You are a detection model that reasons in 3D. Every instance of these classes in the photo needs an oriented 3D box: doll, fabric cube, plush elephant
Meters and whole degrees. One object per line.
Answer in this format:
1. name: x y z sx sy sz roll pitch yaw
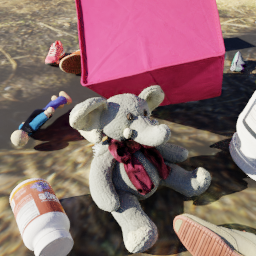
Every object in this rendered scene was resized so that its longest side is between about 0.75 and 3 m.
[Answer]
1. doll: -2.232 -0.255 7.133 1.334 0.474 1.955 -19 25 41
2. fabric cube: 0.616 -2.174 6.705 2.870 2.815 2.861 -9 -9 16
3. plush elephant: 0.142 0.314 5.286 2.259 2.124 2.743 -26 44 -30

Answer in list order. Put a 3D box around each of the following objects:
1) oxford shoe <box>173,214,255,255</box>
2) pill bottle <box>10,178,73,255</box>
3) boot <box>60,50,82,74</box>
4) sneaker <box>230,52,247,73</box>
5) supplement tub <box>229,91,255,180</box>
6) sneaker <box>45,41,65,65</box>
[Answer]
1. oxford shoe: 1.636 1.911 4.461 1.900 0.673 0.701 30 38 22
2. pill bottle: -1.462 1.551 4.772 0.765 0.765 1.363 -21 41 -25
3. boot: -1.901 -2.518 10.441 0.984 0.689 1.835 23 36 37
4. sneaker: 4.202 -2.430 10.521 0.512 0.435 1.170 22 51 11
5. supplement tub: 3.354 -0.303 5.352 1.920 2.735 1.920 11 37 -9
6. sneaker: -2.911 -2.952 10.950 0.552 0.650 1.498 3 37 4
